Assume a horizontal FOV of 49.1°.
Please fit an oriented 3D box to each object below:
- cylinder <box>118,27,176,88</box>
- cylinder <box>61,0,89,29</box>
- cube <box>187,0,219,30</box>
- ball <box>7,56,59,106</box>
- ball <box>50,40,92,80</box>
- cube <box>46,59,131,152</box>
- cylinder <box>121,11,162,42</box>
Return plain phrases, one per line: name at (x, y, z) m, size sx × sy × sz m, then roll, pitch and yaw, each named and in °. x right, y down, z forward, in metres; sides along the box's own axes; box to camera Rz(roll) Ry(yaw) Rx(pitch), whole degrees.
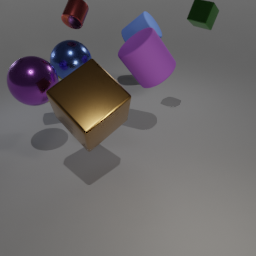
cylinder at (0.621, -2.265, 9.129) m, size 1.400 × 1.400 × 1.400 m, roll -30°, pitch 32°, yaw 21°
cylinder at (-1.694, -3.672, 8.976) m, size 0.700 × 0.700 × 0.700 m, roll 11°, pitch 72°, yaw 18°
cube at (2.518, -3.796, 9.382) m, size 0.700 × 0.700 × 0.700 m, roll 27°, pitch 13°, yaw 29°
ball at (-2.694, -1.330, 7.971) m, size 1.400 × 1.400 × 1.400 m, roll 0°, pitch 31°, yaw 0°
ball at (-1.920, -2.252, 9.474) m, size 1.400 × 1.400 × 1.400 m, roll 0°, pitch 31°, yaw 0°
cube at (-0.926, -0.521, 6.918) m, size 1.400 × 1.400 × 1.400 m, roll -41°, pitch 77°, yaw -17°
cylinder at (0.648, -4.450, 13.163) m, size 1.400 × 1.400 × 1.400 m, roll -30°, pitch 19°, yaw 29°
